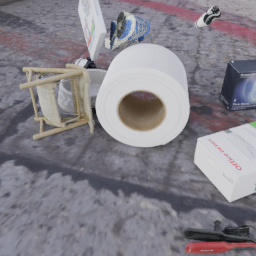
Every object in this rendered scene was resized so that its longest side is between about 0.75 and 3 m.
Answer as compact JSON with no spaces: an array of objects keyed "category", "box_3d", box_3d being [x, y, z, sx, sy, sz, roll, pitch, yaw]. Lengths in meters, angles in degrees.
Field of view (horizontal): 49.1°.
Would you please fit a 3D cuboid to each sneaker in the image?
[{"category":"sneaker","box_3d":[2.715,-3.780,9.537,1.231,0.454,0.492,-38,16,-31]},{"category":"sneaker","box_3d":[0.028,-3.376,10.129,1.157,1.046,2.716,1,9,-16]}]

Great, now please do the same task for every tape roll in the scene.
[{"category":"tape roll","box_3d":[0.541,-1.078,9.389,2.940,2.940,2.019,4,36,6]}]

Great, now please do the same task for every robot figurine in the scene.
[{"category":"robot figurine","box_3d":[-2.086,-3.011,13.822,1.187,0.741,0.892,26,39,31]}]

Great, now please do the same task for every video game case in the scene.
[{"category":"video game case","box_3d":[-1.419,-4.113,10.684,0.300,2.306,2.533,-14,-4,-15]}]

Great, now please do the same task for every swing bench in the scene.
[{"category":"swing bench","box_3d":[-2.372,-0.957,9.833,2.217,2.205,1.438,-7,37,-11]}]

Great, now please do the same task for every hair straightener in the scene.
[{"category":"hair straightener","box_3d":[2.368,2.484,6.664,2.221,0.455,0.855,-2,37,-3]}]

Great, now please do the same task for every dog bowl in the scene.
[{"category":"dog bowl","box_3d":[-1.595,-1.634,11.912,2.841,0.833,2.841,0,36,0]}]

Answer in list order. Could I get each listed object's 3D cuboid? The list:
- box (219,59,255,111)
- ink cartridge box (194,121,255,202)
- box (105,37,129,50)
[{"category":"box","box_3d":[4.833,-1.710,11.206,1.785,1.770,1.100,-5,37,-6]},{"category":"ink cartridge box","box_3d":[3.498,0.881,8.315,2.488,1.049,1.818,-14,39,-18]},{"category":"box","box_3d":[-0.661,-5.234,16.977,0.669,0.548,1.409,30,46,34]}]
